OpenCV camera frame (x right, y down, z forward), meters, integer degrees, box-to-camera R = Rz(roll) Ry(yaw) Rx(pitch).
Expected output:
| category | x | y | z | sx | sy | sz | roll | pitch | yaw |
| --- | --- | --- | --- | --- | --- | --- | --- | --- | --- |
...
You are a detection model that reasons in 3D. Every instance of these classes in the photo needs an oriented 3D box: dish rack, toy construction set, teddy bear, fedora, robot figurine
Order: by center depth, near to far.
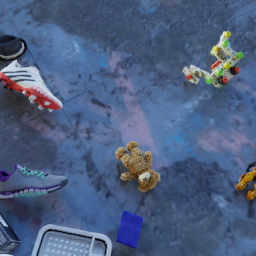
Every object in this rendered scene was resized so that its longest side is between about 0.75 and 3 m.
| category | x | y | z | sx | sy | sz | roll | pitch | yaw |
| --- | --- | --- | --- | --- | --- | --- | --- | --- | --- |
| dish rack | -1.730 | 4.052 | 8.330 | 2.292 | 0.499 | 1.967 | 10 | 66 | 5 |
| robot figurine | 4.295 | 1.745 | 9.495 | 1.288 | 0.375 | 0.934 | -42 | 71 | -17 |
| teddy bear | 0.314 | 1.265 | 9.585 | 1.314 | 0.605 | 1.812 | -13 | 64 | -8 |
| toy construction set | 3.486 | -2.521 | 11.093 | 2.512 | 1.157 | 1.647 | -38 | 94 | -8 |
| fedora | -5.042 | -3.494 | 11.836 | 1.421 | 0.649 | 1.421 | 0 | 65 | 0 |

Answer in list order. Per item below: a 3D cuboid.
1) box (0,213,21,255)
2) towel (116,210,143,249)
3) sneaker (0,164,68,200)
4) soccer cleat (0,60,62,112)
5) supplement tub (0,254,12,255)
| category | x | y | z | sx | sy | sz | roll | pitch | yaw |
| --- | --- | --- | --- | --- | --- | --- | --- | --- | --- |
| box | -4.493 | 3.318 | 8.441 | 1.595 | 0.912 | 1.751 | -40 | 71 | -17 |
| towel | 0.041 | 3.158 | 8.722 | 0.732 | 0.246 | 0.992 | 28 | 53 | -15 |
| sneaker | -3.179 | 1.628 | 9.063 | 2.360 | 0.878 | 1.033 | -9 | 97 | -2 |
| soccer cleat | -3.640 | -1.678 | 10.804 | 2.966 | 1.018 | 1.264 | 26 | 69 | 16 |
| supplement tub | -3.551 | 4.601 | 7.219 | 1.552 | 1.552 | 2.150 | 33 | 87 | 15 |
